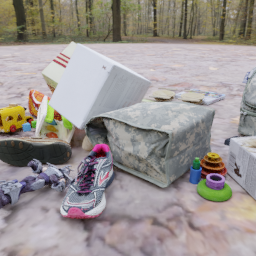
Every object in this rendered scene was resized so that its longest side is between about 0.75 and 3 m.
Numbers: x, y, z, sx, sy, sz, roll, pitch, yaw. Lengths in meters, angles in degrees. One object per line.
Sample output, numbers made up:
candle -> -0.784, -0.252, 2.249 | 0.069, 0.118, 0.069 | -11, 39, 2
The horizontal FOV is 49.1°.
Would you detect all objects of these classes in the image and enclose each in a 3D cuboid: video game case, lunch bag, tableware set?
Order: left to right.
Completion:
lunch bag -> 0.570, 0.154, 8.132 | 2.977, 1.750, 2.442 | 17, 27, 37
tableware set -> 2.485, -1.466, 14.000 | 2.588, 0.519, 1.711 | 8, 26, 21
video game case -> 3.835, -1.689, 14.961 | 1.847, 0.233, 2.027 | -20, 28, -41
lunch bag -> 5.324, -0.752, 9.362 | 2.046, 2.463, 2.937 | -8, 21, -29

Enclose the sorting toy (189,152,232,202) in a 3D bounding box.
sorting toy -> 2.104, 1.114, 7.163 | 1.002, 0.684, 1.667 | 3, 22, 8

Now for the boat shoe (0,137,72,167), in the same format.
boat shoe -> -2.770, 0.650, 8.349 | 2.198, 0.832, 0.812 | 6, 15, -8

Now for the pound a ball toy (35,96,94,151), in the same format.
pound a ball toy -> -2.248, -0.007, 9.807 | 1.829, 1.191, 2.805 | 19, 15, -22

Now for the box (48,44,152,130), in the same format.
box -> -0.802, -1.180, 9.382 | 1.513, 2.166, 2.845 | 35, 13, 24

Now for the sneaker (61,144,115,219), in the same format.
sneaker -> -0.935, 1.215, 6.608 | 0.983, 0.910, 2.438 | 2, 22, 6

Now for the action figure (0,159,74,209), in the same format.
action figure -> -2.186, 1.278, 6.766 | 1.359, 0.724, 2.088 | 12, 20, 42

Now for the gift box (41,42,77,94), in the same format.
gift box -> -1.920, -1.841, 11.272 | 2.237, 2.395, 2.210 | 33, 75, 15

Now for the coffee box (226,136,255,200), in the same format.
coffee box -> 3.698, 1.163, 6.486 | 1.537, 1.085, 2.719 | -4, 22, -11

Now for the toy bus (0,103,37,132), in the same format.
toy bus -> -4.311, -0.453, 10.595 | 1.723, 0.944, 1.826 | -9, 16, -18

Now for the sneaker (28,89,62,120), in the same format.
sneaker -> -3.617, -0.939, 12.273 | 1.107, 1.047, 2.869 | -4, 28, -40

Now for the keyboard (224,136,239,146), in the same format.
keyboard -> 4.239, 0.598, 8.834 | 1.204, 0.458, 2.313 | -18, 27, -39
